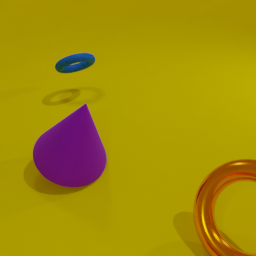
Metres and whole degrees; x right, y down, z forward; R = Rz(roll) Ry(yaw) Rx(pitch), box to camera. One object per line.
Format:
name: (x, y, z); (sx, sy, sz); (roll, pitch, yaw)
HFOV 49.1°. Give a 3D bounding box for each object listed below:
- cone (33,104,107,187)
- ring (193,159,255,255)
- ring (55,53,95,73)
cone: (-0.945, 0.075, 5.266); (1.512, 1.518, 1.512); (12, 47, -13)
ring: (1.756, 1.296, 4.120); (1.692, 1.692, 0.338); (36, 11, 40)
ring: (-1.513, -1.858, 8.069); (1.183, 0.237, 1.183); (-16, 0, 0)
